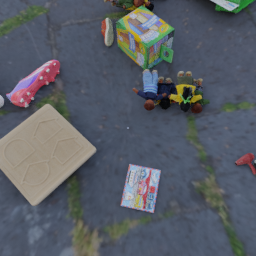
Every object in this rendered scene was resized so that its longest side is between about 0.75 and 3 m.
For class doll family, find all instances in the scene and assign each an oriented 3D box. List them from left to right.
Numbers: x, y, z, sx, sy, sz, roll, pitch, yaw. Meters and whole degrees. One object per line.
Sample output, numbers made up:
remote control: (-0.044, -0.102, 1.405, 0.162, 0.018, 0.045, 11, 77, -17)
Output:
doll family: (0.427, -4.635, 9.699, 1.599, 1.085, 2.766, 20, 62, 15)
doll family: (1.258, -0.968, 8.016, 2.219, 0.871, 1.282, 2, 67, 7)

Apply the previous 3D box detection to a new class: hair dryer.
hair dryer: (3.235, 0.963, 7.343, 0.827, 0.225, 0.630, 13, 65, 7)

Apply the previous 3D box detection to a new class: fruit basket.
fruit basket: (3.418, -5.199, 10.097, 2.392, 1.210, 2.582, -38, 54, -17)

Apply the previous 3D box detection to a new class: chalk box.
chalk box: (0.644, -2.637, 8.635, 1.124, 1.130, 1.816, -38, 68, -17)

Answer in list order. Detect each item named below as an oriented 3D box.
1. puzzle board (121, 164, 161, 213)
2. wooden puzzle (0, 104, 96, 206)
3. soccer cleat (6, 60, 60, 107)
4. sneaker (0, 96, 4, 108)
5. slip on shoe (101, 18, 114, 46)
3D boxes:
puzzle board: (0.336, 1.515, 7.139, 0.839, 0.097, 1.113, 11, 64, 5)
wooden puzzle: (-2.241, 0.643, 7.380, 2.214, 0.513, 2.051, 40, 69, 23)
soccer cleat: (-2.793, -1.424, 8.348, 0.712, 0.621, 1.862, 28, 69, 19)
sneaker: (-4.324, -1.413, 8.203, 2.181, 0.794, 0.923, 31, 70, 16)
slip on shoe: (-0.714, -3.180, 9.367, 0.338, 0.410, 1.106, -16, 64, 25)
